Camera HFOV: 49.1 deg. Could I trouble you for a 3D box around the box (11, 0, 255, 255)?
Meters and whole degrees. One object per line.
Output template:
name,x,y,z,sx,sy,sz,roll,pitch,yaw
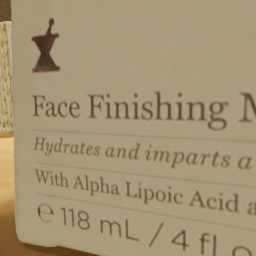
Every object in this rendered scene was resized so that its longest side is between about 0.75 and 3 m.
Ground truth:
box,1.037,-0.267,1.953,2.525,1.659,2.538,2,5,24

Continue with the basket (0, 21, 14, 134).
basket,-4.131,-1.049,6.510,2.670,2.694,2.166,2,11,32
